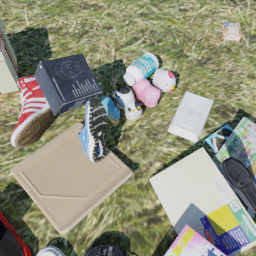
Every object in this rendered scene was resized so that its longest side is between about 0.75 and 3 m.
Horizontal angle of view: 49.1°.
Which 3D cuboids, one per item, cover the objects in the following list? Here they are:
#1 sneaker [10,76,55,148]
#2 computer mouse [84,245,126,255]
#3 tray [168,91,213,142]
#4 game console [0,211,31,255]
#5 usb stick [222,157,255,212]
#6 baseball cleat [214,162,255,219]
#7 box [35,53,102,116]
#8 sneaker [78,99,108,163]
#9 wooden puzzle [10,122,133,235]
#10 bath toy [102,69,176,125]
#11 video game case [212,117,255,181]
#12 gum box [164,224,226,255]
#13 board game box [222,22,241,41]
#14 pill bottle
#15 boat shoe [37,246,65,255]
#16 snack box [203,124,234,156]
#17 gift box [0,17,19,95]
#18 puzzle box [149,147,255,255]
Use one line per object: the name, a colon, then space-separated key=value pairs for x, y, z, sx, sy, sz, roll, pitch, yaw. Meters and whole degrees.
sneaker: x=-3.447 y=-0.687 z=9.654 sx=1.651 sy=1.046 sz=2.936 roll=23 pitch=52 yaw=10
computer mouse: x=0.061 y=3.540 z=7.337 sx=2.472 sy=0.421 sz=0.725 roll=10 pitch=68 yaw=-1
tray: x=2.287 y=-0.504 z=10.034 sx=1.096 sy=0.226 sz=2.041 roll=22 pitch=60 yaw=13
game console: x=-4.261 y=3.403 z=7.404 sx=2.856 sy=0.443 sz=2.526 roll=39 pitch=68 yaw=23
usb stick: x=2.804 y=1.433 z=6.666 sx=0.472 sy=2.898 sz=0.804 roll=-38 pitch=53 yaw=10
baseball cleat: x=3.030 y=1.978 z=8.217 sx=1.090 sy=0.714 sz=2.048 roll=-1 pitch=65 yaw=-10
box: x=-1.745 y=-1.293 z=8.202 sx=1.367 sy=0.862 sz=1.390 roll=-23 pitch=83 yaw=-36
sneaker: x=-1.140 y=0.064 z=8.300 sx=0.864 sy=1.939 sz=0.762 roll=22 pitch=27 yaw=37
wooden puzzle: x=-1.727 y=1.378 z=8.627 sx=2.702 sy=0.544 sz=2.921 roll=-38 pitch=59 yaw=-24
bath toy: x=0.566 y=-1.204 z=9.986 sx=2.964 sy=1.095 sz=1.289 roll=-31 pitch=96 yaw=-18
video game case: x=3.598 y=0.944 z=8.239 sx=1.750 sy=0.212 sz=1.923 roll=40 pitch=110 yaw=28
gum box: x=1.208 y=3.837 z=6.458 sx=1.526 sy=0.889 sz=2.690 roll=35 pitch=78 yaw=22
board game box: x=4.631 y=-4.344 z=12.547 sx=0.741 sy=0.227 sz=0.979 roll=8 pitch=57 yaw=5
pill bottle: x=0.483 y=-2.228 z=10.821 sx=0.795 sy=0.795 sz=1.434 roll=36 pitch=64 yaw=21
boat shoe: x=-1.628 y=4.071 z=6.618 sx=0.988 sy=0.897 sz=2.686 roll=-22 pitch=59 yaw=-14
snack box: x=3.494 y=0.843 z=9.069 sx=1.094 sy=0.349 sz=1.884 roll=-31 pitch=62 yaw=-19
gift box: x=-5.481 y=-2.498 z=10.070 sx=2.508 sy=2.342 sz=2.315 roll=-17 pitch=58 yaw=-12
puzzle box: x=2.044 y=2.197 z=7.764 sx=1.912 sy=0.365 sz=2.873 roll=-31 pitch=60 yaw=7
